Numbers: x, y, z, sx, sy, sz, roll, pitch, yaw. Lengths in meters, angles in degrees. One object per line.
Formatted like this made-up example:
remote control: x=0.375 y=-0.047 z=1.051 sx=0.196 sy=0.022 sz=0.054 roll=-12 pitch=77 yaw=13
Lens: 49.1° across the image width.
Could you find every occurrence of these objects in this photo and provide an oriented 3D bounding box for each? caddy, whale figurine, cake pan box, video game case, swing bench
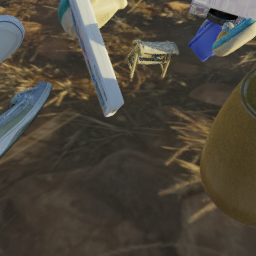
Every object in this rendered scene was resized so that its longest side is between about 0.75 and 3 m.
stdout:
caddy: x=2.459 y=-2.667 z=7.787 sx=1.224 sy=1.732 sz=0.909 roll=-36 pitch=90 yaw=-38
whale figurine: x=-1.165 y=-3.968 z=9.079 sx=2.352 sy=1.871 sz=1.221 roll=-31 pitch=80 yaw=-5
cake pan box: x=2.431 y=-3.306 z=6.725 sx=1.574 sy=0.447 sz=1.709 roll=16 pitch=77 yaw=3
video game case: x=-0.720 y=-1.533 z=5.919 sx=0.300 sy=2.306 sz=2.533 roll=-19 pitch=91 yaw=-7
swing bench: x=0.673 y=-2.115 z=8.238 sx=1.164 sy=1.171 sz=0.759 roll=-3 pitch=63 yaw=-20

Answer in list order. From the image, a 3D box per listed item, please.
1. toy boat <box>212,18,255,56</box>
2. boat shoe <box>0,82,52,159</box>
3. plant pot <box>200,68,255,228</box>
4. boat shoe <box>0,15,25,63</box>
toy boat: x=1.794 y=-1.610 z=4.826 sx=0.452 sy=0.818 sz=0.973 roll=54 pitch=26 yaw=-6
boat shoe: x=-2.517 y=-0.223 z=6.048 sx=0.789 sy=0.907 sz=2.462 roll=39 pitch=60 yaw=-13
plant pot: x=2.271 y=0.167 z=4.444 sx=2.250 sy=2.414 sz=2.250 roll=-7 pitch=56 yaw=11
boat shoe: x=-3.277 y=-1.557 z=6.149 sx=2.382 sy=0.857 sz=0.783 roll=-24 pitch=48 yaw=13
